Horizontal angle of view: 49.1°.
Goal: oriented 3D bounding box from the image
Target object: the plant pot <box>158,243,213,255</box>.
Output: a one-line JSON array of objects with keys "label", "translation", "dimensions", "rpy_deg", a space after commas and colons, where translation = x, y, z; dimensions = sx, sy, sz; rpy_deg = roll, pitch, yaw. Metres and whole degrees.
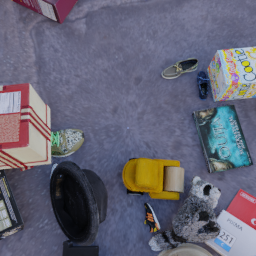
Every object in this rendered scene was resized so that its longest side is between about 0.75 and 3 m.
[{"label": "plant pot", "translation": [1.968, 4.915, 8.311], "dimensions": [2.634, 2.411, 2.634], "rpy_deg": [0, 72, 0]}]

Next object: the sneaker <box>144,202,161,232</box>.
[{"label": "sneaker", "translation": [0.746, 3.184, 9.946], "dimensions": [0.467, 0.363, 1.039], "rpy_deg": [-24, 76, -11]}]

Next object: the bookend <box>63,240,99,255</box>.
[{"label": "bookend", "translation": [-1.000, 4.801, 9.081], "dimensions": [2.191, 1.015, 2.205], "rpy_deg": [-1, 71, -1]}]

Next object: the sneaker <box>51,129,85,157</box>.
[{"label": "sneaker", "translation": [-3.036, 0.514, 10.340], "dimensions": [2.836, 1.256, 1.090], "rpy_deg": [-10, 72, -3]}]

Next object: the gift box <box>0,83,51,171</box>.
[{"label": "gift box", "translation": [-3.864, 0.019, 8.900], "dimensions": [2.525, 2.357, 2.330], "rpy_deg": [-2, 70, 2]}]

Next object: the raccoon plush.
[{"label": "raccoon plush", "translation": [1.894, 2.836, 9.709], "dimensions": [2.864, 1.386, 1.919], "rpy_deg": [-18, 36, 13]}]

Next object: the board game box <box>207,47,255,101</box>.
[{"label": "board game box", "translation": [4.909, -2.166, 11.075], "dimensions": [2.954, 1.521, 1.549], "rpy_deg": [-6, 72, -2]}]

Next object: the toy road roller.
[{"label": "toy road roller", "translation": [0.914, 1.703, 9.761], "dimensions": [2.223, 1.623, 1.366], "rpy_deg": [4, 72, 1]}]

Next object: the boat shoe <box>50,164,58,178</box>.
[{"label": "boat shoe", "translation": [-2.739, 1.778, 10.432], "dimensions": [0.338, 0.309, 0.939], "rpy_deg": [5, 72, 2]}]

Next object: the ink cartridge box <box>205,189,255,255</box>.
[{"label": "ink cartridge box", "translation": [4.323, 3.584, 9.211], "dimensions": [2.728, 0.610, 2.404], "rpy_deg": [30, 74, 32]}]

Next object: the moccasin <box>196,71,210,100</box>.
[{"label": "moccasin", "translation": [3.149, -1.794, 11.521], "dimensions": [0.524, 0.444, 1.302], "rpy_deg": [-5, 72, -2]}]

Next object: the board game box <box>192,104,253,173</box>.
[{"label": "board game box", "translation": [3.626, 0.391, 10.862], "dimensions": [1.682, 0.350, 2.487], "rpy_deg": [-10, 72, -4]}]

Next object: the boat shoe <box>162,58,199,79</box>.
[{"label": "boat shoe", "translation": [2.190, -2.530, 11.739], "dimensions": [1.615, 0.483, 0.577], "rpy_deg": [-18, 73, -6]}]

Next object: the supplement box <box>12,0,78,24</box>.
[{"label": "supplement box", "translation": [-3.876, -6.139, 12.516], "dimensions": [2.839, 1.216, 1.566], "rpy_deg": [27, 74, 8]}]

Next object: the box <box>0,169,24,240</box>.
[{"label": "box", "translation": [-5.131, 2.466, 9.334], "dimensions": [2.377, 1.250, 2.902], "rpy_deg": [-20, 72, -28]}]

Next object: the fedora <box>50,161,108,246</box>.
[{"label": "fedora", "translation": [-1.485, 2.401, 9.478], "dimensions": [1.281, 2.806, 2.806], "rpy_deg": [-10, 67, -46]}]
